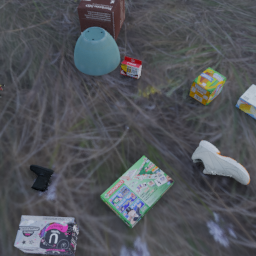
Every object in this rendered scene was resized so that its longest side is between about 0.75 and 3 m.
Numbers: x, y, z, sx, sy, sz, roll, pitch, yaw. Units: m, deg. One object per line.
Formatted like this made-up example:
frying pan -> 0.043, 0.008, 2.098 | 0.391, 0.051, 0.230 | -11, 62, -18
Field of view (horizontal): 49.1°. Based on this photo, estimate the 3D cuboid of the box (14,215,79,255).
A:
box -> -2.430, 3.315, 8.584 | 1.633, 1.079, 0.937 | 2, 56, 1

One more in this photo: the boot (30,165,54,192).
boot -> -3.219, 1.809, 10.065 | 1.005, 0.372, 0.823 | 13, 62, 9

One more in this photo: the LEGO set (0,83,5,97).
LEGO set -> -5.899, -1.472, 12.347 | 0.889, 0.388, 1.369 | 22, 46, 12

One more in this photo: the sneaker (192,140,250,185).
sneaker -> 3.282, 1.453, 10.138 | 2.170, 0.821, 0.998 | 38, 78, 25

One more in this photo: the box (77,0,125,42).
box -> -1.282, -5.888, 14.373 | 1.852, 1.833, 2.233 | 11, 57, 7

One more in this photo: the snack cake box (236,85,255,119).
snack cake box -> 5.668, -0.886, 11.709 | 1.862, 0.626, 1.071 | 39, 62, 23

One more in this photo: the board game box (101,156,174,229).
board game box -> 0.348, 2.166, 9.823 | 1.486, 0.322, 2.209 | 39, 64, 24

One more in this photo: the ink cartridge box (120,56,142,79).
ink cartridge box -> 0.141, -2.783, 12.869 | 0.889, 0.780, 0.373 | 18, 44, 13

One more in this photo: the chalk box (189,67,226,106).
chalk box -> 3.560, -1.895, 12.200 | 0.954, 0.947, 1.528 | 39, 64, 22

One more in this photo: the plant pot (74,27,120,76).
plant pot -> -1.513, -3.794, 13.157 | 2.240, 1.508, 2.240 | 0, 56, 1
